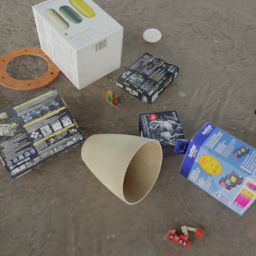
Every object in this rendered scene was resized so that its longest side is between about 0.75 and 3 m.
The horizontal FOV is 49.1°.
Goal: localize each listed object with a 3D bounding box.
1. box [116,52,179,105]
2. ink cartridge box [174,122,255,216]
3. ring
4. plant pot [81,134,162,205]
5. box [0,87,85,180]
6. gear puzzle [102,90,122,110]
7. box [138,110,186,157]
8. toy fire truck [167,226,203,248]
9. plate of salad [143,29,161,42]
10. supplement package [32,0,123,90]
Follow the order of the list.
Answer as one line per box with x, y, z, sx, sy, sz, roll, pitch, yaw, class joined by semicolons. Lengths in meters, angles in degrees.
0.827;-2.114;11.640;1.729;0.470;2.159;30;59;21;box
2.677;1.091;8.353;2.689;1.834;1.026;35;55;24;ink cartridge box
-4.295;-2.547;11.990;2.733;0.262;2.733;4;52;-5;ring
-0.352;0.968;8.608;2.108;1.974;1.974;20;54;35;plant pot
-3.071;0.135;9.248;2.641;0.648;2.128;-30;90;-20;box
-0.583;-1.158;10.597;0.141;1.075;0.557;-16;57;36;gear puzzle
1.143;0.220;9.684;1.344;0.768;1.476;-6;54;-6;box
1.611;3.011;7.924;0.885;0.216;0.624;22;55;17;toy fire truck
1.175;-4.468;13.596;0.890;0.214;0.890;-1;63;2;plate of salad
-2.018;-3.652;11.505;2.225;2.209;2.932;-35;68;-23;supplement package
